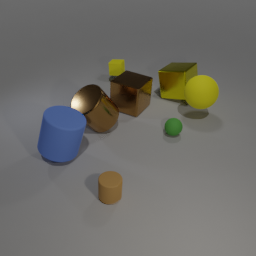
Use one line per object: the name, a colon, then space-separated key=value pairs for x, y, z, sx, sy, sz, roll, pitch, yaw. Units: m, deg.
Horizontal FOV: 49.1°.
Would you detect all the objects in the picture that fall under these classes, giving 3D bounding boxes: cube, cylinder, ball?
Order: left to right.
cylinder: x=-2.239 y=0.186 z=9.444 sx=1.400 sy=1.400 sz=1.400 roll=15 pitch=31 yaw=-10
cylinder: x=-1.267 y=-0.742 z=10.898 sx=1.400 sy=1.400 sz=1.400 roll=-15 pitch=55 yaw=22
cylinder: x=-0.519 y=1.740 z=8.183 sx=0.700 sy=0.700 sz=0.700 roll=3 pitch=32 yaw=-2
cube: x=-0.597 y=-3.244 z=15.028 sx=0.700 sy=0.700 sz=0.700 roll=5 pitch=31 yaw=14
cube: x=0.142 y=-1.567 z=12.553 sx=1.400 sy=1.400 sz=1.400 roll=20 pitch=38 yaw=22
ball: x=1.771 y=-0.046 z=10.906 sx=0.700 sy=0.700 sz=0.700 roll=0 pitch=33 yaw=0
cube: x=2.443 y=-2.277 z=13.465 sx=1.400 sy=1.400 sz=1.400 roll=9 pitch=32 yaw=35
ball: x=3.034 y=-1.481 z=11.606 sx=1.400 sy=1.400 sz=1.400 roll=0 pitch=33 yaw=0
